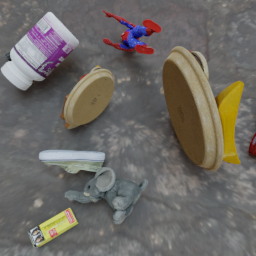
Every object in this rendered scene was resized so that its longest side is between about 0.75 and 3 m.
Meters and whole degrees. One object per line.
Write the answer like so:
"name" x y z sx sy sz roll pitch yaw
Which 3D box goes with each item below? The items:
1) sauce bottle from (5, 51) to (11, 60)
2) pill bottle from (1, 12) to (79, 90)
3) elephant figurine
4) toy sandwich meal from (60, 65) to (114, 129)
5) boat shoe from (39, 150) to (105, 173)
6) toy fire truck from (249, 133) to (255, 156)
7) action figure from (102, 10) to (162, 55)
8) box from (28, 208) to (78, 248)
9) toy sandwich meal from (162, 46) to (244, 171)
"sauce bottle" -3.281 -2.423 8.607 1.031 0.333 0.333 -37 68 -11
"pill bottle" -2.342 -1.955 7.387 1.973 1.108 1.108 -43 68 5
"elephant figurine" -0.497 1.364 6.237 1.389 0.983 1.078 31 25 23
"toy sandwich meal" -1.048 -0.779 6.921 0.614 1.793 1.793 39 68 20
"boat shoe" -1.197 0.769 6.303 1.623 0.584 0.503 7 87 -38
"toy fire truck" 3.863 -0.065 6.484 1.216 1.820 2.168 23 64 11
"action figure" -0.140 -2.596 7.620 1.363 2.754 0.899 17 103 -14
"box" -1.641 2.200 6.181 1.009 0.253 0.380 -27 65 -14
"toy sandwich meal" 1.595 -0.366 5.893 1.001 2.922 2.922 -17 63 -4
